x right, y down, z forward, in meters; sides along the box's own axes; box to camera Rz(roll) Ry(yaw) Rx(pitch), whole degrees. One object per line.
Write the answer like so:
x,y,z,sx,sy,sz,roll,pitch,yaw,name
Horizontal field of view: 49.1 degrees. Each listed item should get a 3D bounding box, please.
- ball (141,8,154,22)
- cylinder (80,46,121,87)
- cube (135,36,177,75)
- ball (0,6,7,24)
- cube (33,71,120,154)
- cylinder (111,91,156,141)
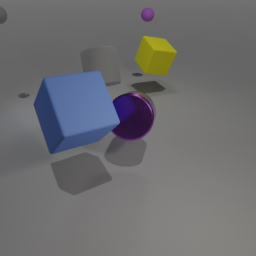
1.041,-6.000,14.831,0.700,0.700,0.700,0,29,0,ball
-1.062,-2.350,10.978,1.400,1.400,1.400,-9,5,1,cylinder
1.406,-3.723,14.491,1.400,1.400,1.400,-2,44,-28,cube
-5.217,-4.529,11.219,0.700,0.700,0.700,0,29,0,ball
-1.279,-0.363,6.721,1.400,1.400,1.400,-15,-12,-32,cube
0.143,-0.419,8.742,1.400,1.400,1.400,4,11,7,cylinder
